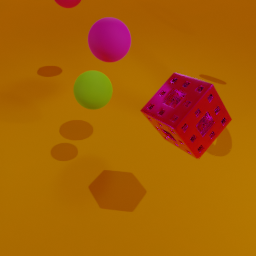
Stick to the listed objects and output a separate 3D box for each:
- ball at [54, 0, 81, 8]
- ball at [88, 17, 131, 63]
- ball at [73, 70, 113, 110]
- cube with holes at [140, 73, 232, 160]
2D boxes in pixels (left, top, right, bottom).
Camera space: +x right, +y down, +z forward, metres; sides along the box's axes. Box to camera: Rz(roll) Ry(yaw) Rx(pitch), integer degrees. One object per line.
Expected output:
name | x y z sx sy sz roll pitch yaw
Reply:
ball | -1.913 -4.307 8.799 1.004 1.004 1.004 0 37 0
ball | -0.304 -1.440 4.606 0.707 0.707 0.707 0 37 0
ball | -0.869 -0.939 6.971 0.968 0.968 0.968 0 37 0
cube with holes | 0.868 -0.194 4.201 0.803 0.803 0.803 -49 38 -6
